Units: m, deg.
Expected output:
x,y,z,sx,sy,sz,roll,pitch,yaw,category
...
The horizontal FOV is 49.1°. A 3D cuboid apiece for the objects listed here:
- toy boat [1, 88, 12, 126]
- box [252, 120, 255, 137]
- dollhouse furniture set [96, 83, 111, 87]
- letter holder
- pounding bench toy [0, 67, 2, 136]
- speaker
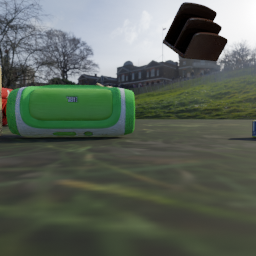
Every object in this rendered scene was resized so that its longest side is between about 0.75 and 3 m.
x,y,z,sx,sy,sz,roll,pitch,yaw,category
-5.198,-0.804,12.514,1.707,1.705,2.612,19,5,6,toy boat
2.819,0.024,5.133,0.966,0.339,0.311,2,3,42,box
-1.810,-1.447,14.394,2.287,2.159,1.492,29,12,19,dollhouse furniture set
2.040,-2.649,7.776,1.753,1.246,0.882,-9,46,-43,letter holder
-3.863,-0.537,5.341,2.330,1.447,1.817,1,2,18,pounding bench toy
-1.037,-0.310,5.397,2.278,1.007,1.007,0,2,-5,speaker
